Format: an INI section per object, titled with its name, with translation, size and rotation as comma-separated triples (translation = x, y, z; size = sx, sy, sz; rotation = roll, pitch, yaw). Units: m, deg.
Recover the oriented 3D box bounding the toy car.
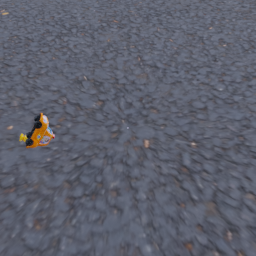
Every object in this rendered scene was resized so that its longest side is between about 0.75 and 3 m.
[toy car]
translation = -1.629, 0.069, 5.126
size = 0.429, 1.290, 0.633
rotation = 25, 83, -24
